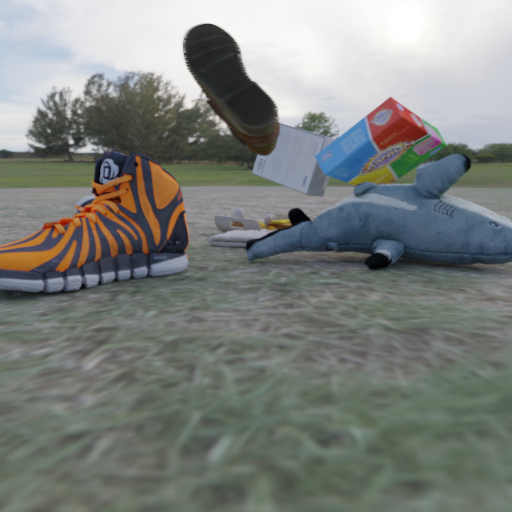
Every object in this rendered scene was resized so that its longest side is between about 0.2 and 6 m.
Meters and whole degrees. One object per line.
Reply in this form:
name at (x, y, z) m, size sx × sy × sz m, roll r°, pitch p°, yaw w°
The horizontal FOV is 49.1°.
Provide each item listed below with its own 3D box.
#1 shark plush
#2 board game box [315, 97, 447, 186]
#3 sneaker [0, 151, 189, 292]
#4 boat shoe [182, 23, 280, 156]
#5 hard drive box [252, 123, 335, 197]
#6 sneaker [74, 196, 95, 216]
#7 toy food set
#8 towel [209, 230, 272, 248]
shark plush at (2.115, -0.517, 9.570) m, size 4.503 × 2.046 × 1.876 m, roll 4°, pitch 39°, yaw -3°
board game box at (2.601, -2.160, 11.483) m, size 1.866 × 0.492 × 2.439 m, roll -36°, pitch -24°, yaw 30°
sneaker at (-2.456, -0.562, 8.107) m, size 1.305 × 1.885 × 3.365 m, roll 8°, pitch 12°, yaw 41°
boat shoe at (-0.551, -3.115, 10.601) m, size 1.097 × 3.048 × 1.036 m, roll -24°, pitch -27°, yaw -6°
hard drive box at (0.864, -2.177, 12.460) m, size 1.667 × 1.300 × 0.640 m, roll 28°, pitch 18°, yaw 37°
sneaker at (-3.229, -1.199, 15.317) m, size 3.058 × 1.186 × 1.713 m, roll -21°, pitch 24°, yaw -38°
toy food set at (0.254, -0.920, 14.306) m, size 2.221 × 0.671 × 1.594 m, roll -9°, pitch 12°, yaw -44°
towel at (-0.043, -0.366, 12.024) m, size 1.711 × 0.295 × 1.134 m, roll 3°, pitch 9°, yaw 22°
